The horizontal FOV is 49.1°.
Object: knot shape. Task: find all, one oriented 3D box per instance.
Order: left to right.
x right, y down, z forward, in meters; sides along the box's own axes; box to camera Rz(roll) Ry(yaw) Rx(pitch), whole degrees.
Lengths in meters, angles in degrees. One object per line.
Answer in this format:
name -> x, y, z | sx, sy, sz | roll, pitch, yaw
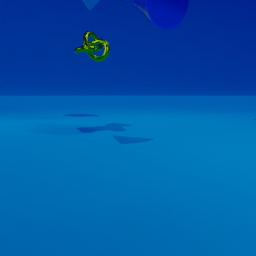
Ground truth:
knot shape -> -1.307, -2.780, 9.641 | 1.153, 0.569, 1.232 | -21, 59, -19

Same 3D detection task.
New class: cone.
cone -> 0.314, -1.933, 4.212 | 0.848, 0.848, 0.851 | -6, 20, -38

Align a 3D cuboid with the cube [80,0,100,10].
cube -> -1.308, -4.484, 8.889 | 0.851, 0.851, 0.851 | -44, -7, 5
